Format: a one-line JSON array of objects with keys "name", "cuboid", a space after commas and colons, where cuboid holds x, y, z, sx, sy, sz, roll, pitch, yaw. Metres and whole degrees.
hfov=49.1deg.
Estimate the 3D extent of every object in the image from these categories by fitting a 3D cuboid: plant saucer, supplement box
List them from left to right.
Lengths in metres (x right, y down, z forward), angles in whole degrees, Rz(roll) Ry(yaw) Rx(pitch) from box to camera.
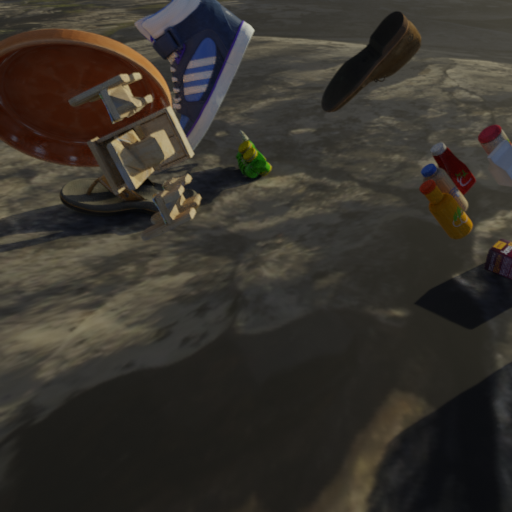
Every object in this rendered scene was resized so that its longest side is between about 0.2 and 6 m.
[{"name": "plant saucer", "cuboid": [-2.525, -2.162, 7.904, 2.642, 2.642, 0.426, -4, 65, -6]}, {"name": "supplement box", "cuboid": [4.737, 0.137, 10.047, 1.030, 0.441, 0.568, 26, 41, 34]}]

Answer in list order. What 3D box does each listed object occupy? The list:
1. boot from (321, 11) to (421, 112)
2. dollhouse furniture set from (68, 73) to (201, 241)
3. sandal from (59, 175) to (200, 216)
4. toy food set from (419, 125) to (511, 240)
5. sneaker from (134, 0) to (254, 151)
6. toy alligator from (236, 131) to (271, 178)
[{"name": "boot", "cuboid": [2.390, -3.802, 11.660, 0.914, 2.421, 0.891, 21, 39, -39]}, {"name": "dollhouse furniture set", "cuboid": [-1.508, -1.146, 6.606, 1.154, 1.629, 1.773, -23, 18, 9]}, {"name": "sandal", "cuboid": [-2.715, -1.429, 12.074, 2.992, 0.817, 1.223, 7, 38, 7]}, {"name": "toy food set", "cuboid": [3.111, -1.336, 8.011, 2.097, 0.943, 1.001, -46, 23, -3]}, {"name": "sneaker", "cuboid": [-1.281, -3.092, 9.188, 1.744, 2.382, 0.960, 26, 17, -11]}, {"name": "toy alligator", "cuboid": [-0.228, -2.455, 13.954, 0.634, 0.693, 2.338, -42, 35, 10]}]
